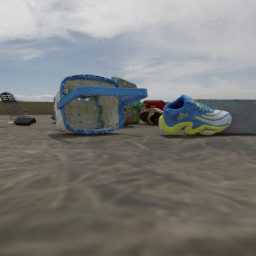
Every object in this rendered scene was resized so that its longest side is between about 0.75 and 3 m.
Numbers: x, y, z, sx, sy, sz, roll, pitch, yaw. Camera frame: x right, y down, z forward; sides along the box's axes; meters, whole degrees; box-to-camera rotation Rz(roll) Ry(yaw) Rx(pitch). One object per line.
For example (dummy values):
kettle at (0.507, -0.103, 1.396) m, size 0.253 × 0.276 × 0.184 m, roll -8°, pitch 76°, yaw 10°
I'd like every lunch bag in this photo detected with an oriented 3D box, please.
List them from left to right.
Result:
lunch bag at (-0.531, -1.222, 12.851) m, size 1.461 × 2.039 × 2.486 m, roll 21°, pitch 6°, yaw -4°

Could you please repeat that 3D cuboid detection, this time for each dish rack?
dish rack at (-5.085, -0.884, 12.774) m, size 1.363 × 1.778 × 0.485 m, roll 2°, pitch 34°, yaw 38°

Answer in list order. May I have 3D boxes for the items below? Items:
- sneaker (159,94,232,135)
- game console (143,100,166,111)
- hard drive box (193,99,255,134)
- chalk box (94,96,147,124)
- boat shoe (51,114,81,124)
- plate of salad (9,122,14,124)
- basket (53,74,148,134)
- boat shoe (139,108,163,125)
sneaker at (1.876, -0.377, 7.613) m, size 2.062 × 1.083 × 0.781 m, roll -9°, pitch 45°, yaw -4°
game console at (2.261, -1.012, 15.062) m, size 1.434 × 2.082 × 2.416 m, roll -41°, pitch 17°, yaw -12°
hard drive box at (3.006, -0.424, 9.498) m, size 2.109 × 1.039 × 2.706 m, roll 2°, pitch 3°, yaw 14°
chalk box at (-0.362, -1.111, 15.404) m, size 2.816 × 1.744 × 1.752 m, roll 3°, pitch 3°, yaw 30°
boat shoe at (-3.247, -0.680, 14.997) m, size 0.965 × 0.888 × 2.701 m, roll -3°, pitch 5°, yaw -43°
plate of salad at (-5.524, -0.348, 14.504) m, size 1.232 × 0.296 × 1.232 m, roll 1°, pitch 3°, yaw 0°
basket at (-0.978, -0.696, 7.959) m, size 2.213 × 1.745 × 2.509 m, roll -2°, pitch -6°, yaw -39°
boat shoe at (1.246, -0.514, 13.358) m, size 0.820 × 0.822 × 2.279 m, roll -1°, pitch 10°, yaw -41°
